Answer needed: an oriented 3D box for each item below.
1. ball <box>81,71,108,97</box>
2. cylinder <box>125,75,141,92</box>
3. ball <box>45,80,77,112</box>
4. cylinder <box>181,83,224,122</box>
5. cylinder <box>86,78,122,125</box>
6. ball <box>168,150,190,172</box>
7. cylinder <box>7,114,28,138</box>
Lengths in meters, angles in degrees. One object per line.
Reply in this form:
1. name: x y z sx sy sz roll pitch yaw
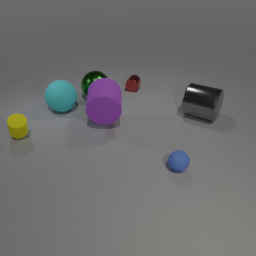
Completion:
1. ball: -1.569 -2.062 13.544 1.400 1.400 1.400 0 32 0
2. cylinder: 0.277 -2.340 14.637 0.700 0.700 0.700 8 33 12
3. ball: -2.987 -1.429 12.528 1.400 1.400 1.400 0 32 0
4. cylinder: 3.209 -1.114 12.032 1.400 1.400 1.400 18 37 26
5. cylinder: -0.961 -1.087 11.359 1.400 1.400 1.400 -1 40 -1
6. ball: 1.669 1.080 9.185 0.700 0.700 0.700 0 32 0
7. cylinder: -4.188 -0.073 10.637 0.700 0.700 0.700 8 53 -10
